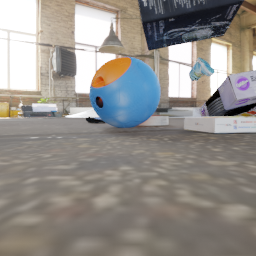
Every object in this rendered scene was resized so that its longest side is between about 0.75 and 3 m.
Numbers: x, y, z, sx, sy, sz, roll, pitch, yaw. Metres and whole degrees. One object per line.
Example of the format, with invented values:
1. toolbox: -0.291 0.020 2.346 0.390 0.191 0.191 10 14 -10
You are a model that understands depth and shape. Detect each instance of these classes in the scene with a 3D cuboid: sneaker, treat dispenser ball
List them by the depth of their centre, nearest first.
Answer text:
1. treat dispenser ball: -0.092 -1.055 8.457 2.137 2.137 2.137 0 3 0
2. sneaker: 2.492 -1.851 9.602 0.488 0.801 1.228 26 28 -16

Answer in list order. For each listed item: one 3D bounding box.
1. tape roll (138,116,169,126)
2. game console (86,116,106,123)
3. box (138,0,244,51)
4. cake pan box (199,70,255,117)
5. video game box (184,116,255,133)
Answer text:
1. tape roll: 0.597 -0.272 10.353 1.834 0.335 1.834 0 2 0
2. game console: -0.832 -0.416 13.651 1.624 0.332 2.754 1 4 33
3. box: 1.673 -3.694 8.405 2.642 1.666 2.687 -11 -2 8
4. cake pan box: 3.309 -0.833 7.147 2.611 0.683 2.404 -12 -15 -6
5. video game box: 2.189 -0.090 6.266 1.397 0.359 1.533 -3 3 -12
